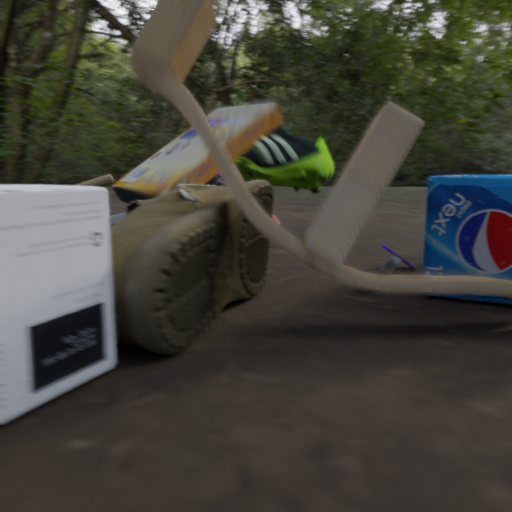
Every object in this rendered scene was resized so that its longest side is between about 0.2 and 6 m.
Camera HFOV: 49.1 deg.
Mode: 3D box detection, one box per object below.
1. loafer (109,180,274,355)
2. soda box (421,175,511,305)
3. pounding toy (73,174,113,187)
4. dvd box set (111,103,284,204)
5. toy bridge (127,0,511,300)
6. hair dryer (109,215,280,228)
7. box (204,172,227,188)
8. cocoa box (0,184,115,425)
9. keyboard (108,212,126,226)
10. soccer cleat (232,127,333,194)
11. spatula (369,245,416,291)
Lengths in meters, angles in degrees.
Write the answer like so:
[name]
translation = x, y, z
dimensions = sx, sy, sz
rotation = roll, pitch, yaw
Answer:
[loafer]
translation = -0.612, -0.107, 5.107
dimensions = 1.102, 1.242, 3.267
rotation = 8, 10, 14
[soda box]
translation = 3.036, -0.359, 6.735
dimensions = 1.158, 1.224, 3.609
rotation = 5, 10, 30
[pounding toy]
translation = -3.073, -0.505, 7.750
dimensions = 1.720, 1.223, 1.583
rotation = 8, 12, 44
[dvd box set]
translation = -0.897, -1.518, 8.363
dimensions = 2.297, 0.338, 1.680
rotation = -43, 30, -23
[toy bridge]
translation = 0.803, -0.504, 4.465
dimensions = 4.137, 1.391, 0.563
rotation = 31, 0, 0
[hair dryer]
translation = -1.080, -0.495, 9.030
dimensions = 3.088, 0.839, 2.352
rotation = -1, 8, -12
[box]
translation = -0.943, -0.949, 9.905
dimensions = 1.761, 1.010, 1.163
rotation = 20, -8, -42
[cocoa box]
translation = -1.765, 0.236, 2.889
dimensions = 1.180, 1.199, 1.798
rotation = 4, 9, 23
[keyboard]
translation = -2.221, -0.591, 9.011
dimensions = 3.091, 0.165, 0.870
rotation = -8, 8, 34
[soccer cleat]
translation = 0.056, -1.977, 11.072
dimensions = 3.071, 1.245, 1.037
rotation = 4, -30, -21
[spatula]
translation = 1.570, 0.153, 6.691
dimensions = 0.533, 0.194, 1.886
rotation = 38, 26, 14
